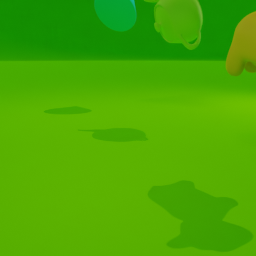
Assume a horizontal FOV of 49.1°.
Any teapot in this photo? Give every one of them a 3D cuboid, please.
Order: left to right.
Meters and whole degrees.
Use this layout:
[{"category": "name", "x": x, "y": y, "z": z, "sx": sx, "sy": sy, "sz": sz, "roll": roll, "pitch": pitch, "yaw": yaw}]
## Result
[{"category": "teapot", "x": 1.002, "y": -2.477, "z": 6.264, "sx": 0.943, "sy": 1.927, "sz": 1.198, "roll": -28, "pitch": -22, "yaw": -7}]

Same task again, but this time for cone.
[{"category": "cone", "x": -0.140, "y": -4.261, "z": 9.305, "sx": 1.446, "sy": 1.446, "sz": 1.451, "roll": 8, "pitch": 54, "yaw": 28}]

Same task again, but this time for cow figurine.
[{"category": "cow figurine", "x": 1.841, "y": -1.144, "z": 3.098, "sx": 0.811, "sy": 1.453, "sz": 1.477, "roll": -14, "pitch": 33, "yaw": -26}]
